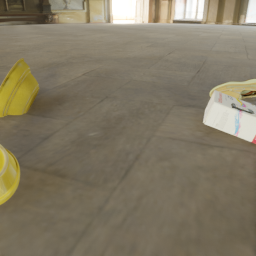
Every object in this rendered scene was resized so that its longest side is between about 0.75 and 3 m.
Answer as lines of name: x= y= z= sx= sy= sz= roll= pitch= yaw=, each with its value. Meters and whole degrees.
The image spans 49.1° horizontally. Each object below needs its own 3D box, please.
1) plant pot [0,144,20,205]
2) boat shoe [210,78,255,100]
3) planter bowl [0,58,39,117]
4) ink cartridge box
plant pot: x=-2.360 y=0.711 z=4.646 sx=1.105 sy=1.040 sz=1.105 roll=10 pitch=63 yaw=-20
boat shoe: x=4.074 y=-1.314 z=10.445 sx=1.961 sy=0.703 sz=0.747 roll=-12 pitch=51 yaw=20
planter bowl: x=-3.528 y=-1.109 z=9.167 sx=0.902 sy=2.166 sz=2.166 roll=27 pitch=20 yaw=-15
ink cartridge box: x=2.947 y=-0.289 z=7.486 sx=1.646 sy=0.705 sz=1.215 roll=23 pitch=27 yaw=7
